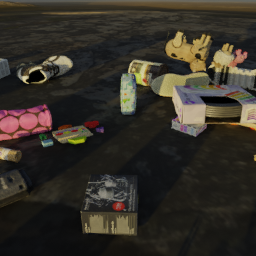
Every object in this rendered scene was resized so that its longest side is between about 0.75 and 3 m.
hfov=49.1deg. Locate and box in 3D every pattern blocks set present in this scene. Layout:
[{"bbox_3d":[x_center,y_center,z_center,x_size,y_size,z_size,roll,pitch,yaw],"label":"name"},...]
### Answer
[{"bbox_3d":[-1.622,0.172,8.190,1.851,0.150,1.627,-10,19,-15],"label":"pattern blocks set"}]

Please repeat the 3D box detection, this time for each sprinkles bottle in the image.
[{"bbox_3d":[-3.247,0.667,7.337,0.900,0.307,0.307,9,29,16],"label":"sprinkles bottle"}]

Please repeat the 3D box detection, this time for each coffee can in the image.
[{"bbox_3d":[0.893,-2.353,12.183,1.451,1.062,1.062,16,32,29],"label":"coffee can"}]

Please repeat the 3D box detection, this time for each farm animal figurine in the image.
[{"bbox_3d":[3.021,-2.890,11.443,2.316,1.442,2.868,14,14,-37],"label":"farm animal figurine"}]

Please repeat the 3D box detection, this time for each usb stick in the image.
[{"bbox_3d":[-3.403,1.574,5.446,3.000,0.489,0.832,-19,33,-32],"label":"usb stick"}]

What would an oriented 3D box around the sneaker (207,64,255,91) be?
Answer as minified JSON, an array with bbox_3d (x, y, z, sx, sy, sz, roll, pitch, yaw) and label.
[{"bbox_3d":[4.842,-2.162,12.101,2.824,1.061,1.145,18,17,29],"label":"sneaker"}]

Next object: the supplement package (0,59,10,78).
[{"bbox_3d":[-6.430,-2.823,13.373,0.998,0.768,1.044,11,31,20],"label":"supplement package"}]

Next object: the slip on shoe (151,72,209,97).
[{"bbox_3d":[2.096,-1.790,11.504,2.512,0.931,0.769,-11,4,-18],"label":"slip on shoe"}]

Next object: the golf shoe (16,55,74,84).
[{"bbox_3d":[-3.639,-2.553,12.843,2.699,1.049,1.275,-21,46,-24],"label":"golf shoe"}]

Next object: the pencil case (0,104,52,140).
[{"bbox_3d":[-3.348,-0.206,8.360,2.061,0.935,0.965,-8,31,-20],"label":"pencil case"}]

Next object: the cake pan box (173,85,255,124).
[{"bbox_3d":[2.757,-0.809,9.085,2.392,0.679,2.597,-1,22,4],"label":"cake pan box"}]

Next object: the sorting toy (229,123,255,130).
[{"bbox_3d":[3.987,-0.344,9.288,1.645,0.324,1.777,17,28,29],"label":"sorting toy"}]

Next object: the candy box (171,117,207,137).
[{"bbox_3d":[1.931,-0.121,8.805,0.875,0.313,0.734,21,35,35],"label":"candy box"}]

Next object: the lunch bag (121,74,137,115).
[{"bbox_3d":[0.026,-1.197,9.758,0.539,1.308,1.051,0,28,0],"label":"lunch bag"}]

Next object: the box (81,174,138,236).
[{"bbox_3d":[-0.314,1.479,5.521,1.018,0.582,1.118,0,28,2],"label":"box"}]

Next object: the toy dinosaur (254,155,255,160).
[{"bbox_3d":[4.185,0.685,7.261,1.979,0.576,1.001,-5,43,6],"label":"toy dinosaur"}]
